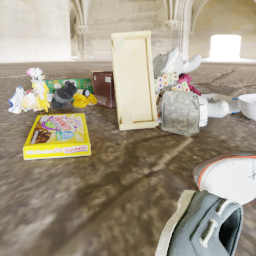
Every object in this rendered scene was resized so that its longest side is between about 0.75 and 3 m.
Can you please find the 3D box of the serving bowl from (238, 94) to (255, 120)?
[{"bbox_3d":[4.586,-0.545,8.767,2.210,0.727,2.210,0,16,0],"label":"serving bowl"}]

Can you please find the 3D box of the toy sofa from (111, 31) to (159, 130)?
[{"bbox_3d":[0.159,-1.253,7.752,1.069,2.581,1.259,-6,2,-2],"label":"toy sofa"}]

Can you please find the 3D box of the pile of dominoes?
[{"bbox_3d":[1.084,-0.960,8.070,1.399,1.090,0.223,-28,12,-12],"label":"pile of dominoes"}]

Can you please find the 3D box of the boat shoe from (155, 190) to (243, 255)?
[{"bbox_3d":[0.729,1.233,2.552,0.744,0.876,2.407,2,11,19],"label":"boat shoe"}]

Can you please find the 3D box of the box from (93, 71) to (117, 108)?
[{"bbox_3d":[-0.417,-1.635,11.423,1.578,1.296,1.309,-12,20,-36],"label":"box"}]

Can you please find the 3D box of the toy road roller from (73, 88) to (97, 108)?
[{"bbox_3d":[-1.755,-1.072,11.044,0.614,0.729,0.999,10,-18,31],"label":"toy road roller"}]

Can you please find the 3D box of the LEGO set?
[{"bbox_3d":[-3.538,-1.063,10.028,1.028,1.271,2.762,-14,34,0],"label":"LEGO set"}]

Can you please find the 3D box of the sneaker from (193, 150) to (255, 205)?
[{"bbox_3d":[2.216,0.621,4.598,2.458,0.947,1.007,-2,10,-8],"label":"sneaker"}]

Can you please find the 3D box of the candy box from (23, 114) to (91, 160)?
[{"bbox_3d":[-1.749,0.113,7.198,1.409,0.364,2.757,-1,16,-12],"label":"candy box"}]

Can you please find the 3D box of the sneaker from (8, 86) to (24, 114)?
[{"bbox_3d":[-3.915,-1.013,9.763,0.434,0.985,0.371,11,-14,-39],"label":"sneaker"}]

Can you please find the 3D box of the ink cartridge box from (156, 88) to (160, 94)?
[{"bbox_3d":[1.903,-1.673,13.131,0.971,0.417,0.711,-12,20,-31],"label":"ink cartridge box"}]

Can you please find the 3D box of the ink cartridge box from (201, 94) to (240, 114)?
[{"bbox_3d":[3.391,-0.915,10.360,0.898,0.527,1.227,-8,17,-29],"label":"ink cartridge box"}]

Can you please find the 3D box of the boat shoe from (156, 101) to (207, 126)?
[{"bbox_3d":[1.340,-0.591,8.792,2.279,0.796,0.808,8,18,26],"label":"boat shoe"}]

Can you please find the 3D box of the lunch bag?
[{"bbox_3d":[1.454,-0.463,7.719,0.686,1.167,0.957,-16,22,-42],"label":"lunch bag"}]

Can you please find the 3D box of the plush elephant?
[{"bbox_3d":[1.715,-1.639,9.720,2.934,2.271,2.416,-4,17,-13],"label":"plush elephant"}]

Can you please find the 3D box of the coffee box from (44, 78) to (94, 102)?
[{"bbox_3d":[-2.681,-1.697,12.508,2.196,0.483,1.350,-5,35,-14],"label":"coffee box"}]

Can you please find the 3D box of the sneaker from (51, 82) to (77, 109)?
[{"bbox_3d":[-2.453,-1.055,10.356,0.611,1.062,2.036,39,21,-11],"label":"sneaker"}]
